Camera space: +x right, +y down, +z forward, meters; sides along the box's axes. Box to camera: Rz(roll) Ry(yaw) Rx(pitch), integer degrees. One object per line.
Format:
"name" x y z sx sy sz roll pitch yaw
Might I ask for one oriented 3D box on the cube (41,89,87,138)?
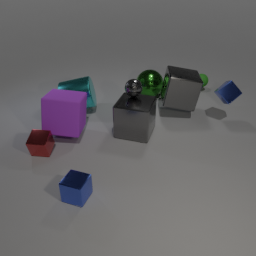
"cube" -2.406 -0.597 10.707 1.400 1.400 1.400 6 22 1

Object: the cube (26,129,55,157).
"cube" -3.112 0.541 9.989 0.700 0.700 0.700 4 49 6

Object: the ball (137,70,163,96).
"ball" 1.093 -2.226 14.074 1.400 1.400 1.400 0 31 0

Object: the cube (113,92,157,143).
"cube" 0.284 -0.437 11.078 1.400 1.400 1.400 9 32 14

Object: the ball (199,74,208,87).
"ball" 3.871 -2.502 14.736 0.700 0.700 0.700 0 31 0

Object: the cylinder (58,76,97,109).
"cylinder" -2.257 -1.509 12.598 1.400 1.400 1.400 -12 31 3

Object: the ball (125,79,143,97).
"ball" 0.217 -1.560 10.887 0.700 0.700 0.700 0 31 0

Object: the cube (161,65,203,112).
"cube" 2.280 -1.726 12.160 1.400 1.400 1.400 9 32 -3

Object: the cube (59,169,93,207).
"cube" -1.504 1.745 8.158 0.700 0.700 0.700 11 32 17

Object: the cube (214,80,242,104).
"cube" 4.122 -1.469 11.568 0.700 0.700 0.700 -41 3 7
